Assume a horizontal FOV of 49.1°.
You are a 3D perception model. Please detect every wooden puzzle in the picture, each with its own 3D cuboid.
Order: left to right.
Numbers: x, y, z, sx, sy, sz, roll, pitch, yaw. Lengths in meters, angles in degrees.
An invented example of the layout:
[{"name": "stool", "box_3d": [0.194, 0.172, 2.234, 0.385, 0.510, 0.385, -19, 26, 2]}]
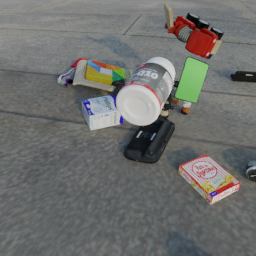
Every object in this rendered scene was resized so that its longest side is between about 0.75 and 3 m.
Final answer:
[{"name": "wooden puzzle", "box_3d": [-1.197, -2.739, 14.409, 2.985, 0.556, 2.762, 8, 35, -9]}]

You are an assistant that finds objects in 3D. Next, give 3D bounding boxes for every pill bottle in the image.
[{"name": "pill bottle", "box_3d": [0.639, -1.227, 8.605, 1.307, 1.307, 2.295, 12, 40, 17]}]

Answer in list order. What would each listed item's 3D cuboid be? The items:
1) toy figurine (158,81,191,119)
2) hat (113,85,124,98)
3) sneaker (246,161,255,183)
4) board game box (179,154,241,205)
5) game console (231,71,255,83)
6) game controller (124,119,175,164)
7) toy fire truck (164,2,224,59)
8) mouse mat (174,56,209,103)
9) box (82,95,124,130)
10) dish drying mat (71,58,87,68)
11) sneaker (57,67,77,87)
[{"name": "toy figurine", "box_3d": [1.875, -1.229, 12.271, 1.681, 1.188, 1.708, -7, 34, -19]}, {"name": "hat", "box_3d": [-0.239, -1.563, 13.224, 1.027, 0.414, 1.027, -4, 52, 5]}, {"name": "sneaker", "box_3d": [4.792, 1.370, 8.972, 1.903, 0.703, 0.754, 7, 32, 11]}, {"name": "board game box", "box_3d": [2.556, 1.583, 8.928, 1.171, 0.358, 1.546, -19, 40, -24]}, {"name": "game console", "box_3d": [6.255, -2.849, 14.805, 1.348, 1.185, 0.784, 5, 64, 8]}, {"name": "game controller", "box_3d": [0.848, 0.408, 10.575, 1.349, 0.545, 2.586, 2, 32, 28]}, {"name": "toy fire truck", "box_3d": [2.251, -3.739, 10.693, 2.339, 1.505, 2.059, -12, 48, -37]}, {"name": "mouse mat", "box_3d": [2.158, -1.587, 9.431, 1.147, 1.426, 0.054, 9, 12, -36]}, {"name": "box", "box_3d": [-1.071, -0.684, 11.754, 1.449, 0.760, 1.332, -12, 38, -17]}, {"name": "dish drying mat", "box_3d": [-2.927, -3.899, 16.804, 0.525, 0.124, 1.366, 9, 36, 11]}, {"name": "sneaker", "box_3d": [-2.958, -2.630, 14.807, 0.697, 0.592, 1.592, 37, 50, 12]}]
